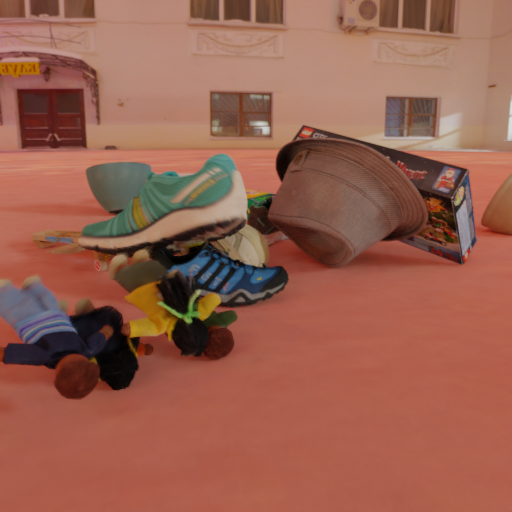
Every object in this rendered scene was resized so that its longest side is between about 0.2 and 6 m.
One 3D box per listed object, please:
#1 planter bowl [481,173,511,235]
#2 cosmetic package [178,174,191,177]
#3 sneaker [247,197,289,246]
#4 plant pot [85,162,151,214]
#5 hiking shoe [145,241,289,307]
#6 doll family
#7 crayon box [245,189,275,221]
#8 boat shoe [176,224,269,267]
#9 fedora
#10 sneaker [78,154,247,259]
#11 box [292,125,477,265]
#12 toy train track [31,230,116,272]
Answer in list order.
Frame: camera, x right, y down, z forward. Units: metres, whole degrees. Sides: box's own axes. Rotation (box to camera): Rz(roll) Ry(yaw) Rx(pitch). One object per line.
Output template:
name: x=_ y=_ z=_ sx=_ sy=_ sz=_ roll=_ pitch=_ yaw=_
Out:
planter bowl: x=5.714 y=-1.030 z=12.140 sx=0.951 sy=1.413 sz=1.413 roll=37 pitch=32 yaw=28
cosmetic package: x=-2.152 y=-1.954 z=16.483 sx=1.749 sy=0.941 sz=0.742 roll=0 pitch=12 yaw=-5
sneaker: x=0.361 y=-0.792 z=11.694 sx=0.769 sy=0.904 sz=1.981 roll=11 pitch=16 yaw=21
plant pot: x=-3.573 y=-1.738 z=14.774 sx=1.700 sy=1.145 sz=1.700 roll=-6 pitch=-2 yaw=0
hiking shoe: x=-0.497 y=0.222 z=7.578 sx=1.927 sy=0.836 sz=0.717 roll=-5 pitch=15 yaw=-10
doll family: x=-1.255 y=0.681 z=5.381 sx=2.628 sy=1.031 sz=1.519 roll=-19 pitch=44 yaw=-34
crayon box: x=-0.391 y=-1.393 z=14.875 sx=1.187 sy=0.582 sz=1.999 roll=-10 pitch=17 yaw=-36
boat shoe: x=-0.981 y=-0.311 z=9.401 sx=0.856 sy=0.951 sz=2.635 roll=-31 pitch=41 yaw=-34
fedora: x=1.221 y=-0.682 z=9.282 sx=1.297 sy=2.541 sz=2.873 roll=-54 pitch=33 yaw=-15
sneaker: x=-1.350 y=-0.614 z=8.000 sx=2.851 sy=1.136 sz=1.105 roll=-15 pitch=-14 yaw=28
box: x=2.186 y=-1.068 z=9.728 sx=3.058 sy=0.576 sz=2.088 roll=25 pitch=-16 yaw=34
toy train track: x=-3.102 y=-0.142 z=10.081 sx=3.198 sy=0.520 sz=1.834 roll=6 pitch=20 yaw=43
